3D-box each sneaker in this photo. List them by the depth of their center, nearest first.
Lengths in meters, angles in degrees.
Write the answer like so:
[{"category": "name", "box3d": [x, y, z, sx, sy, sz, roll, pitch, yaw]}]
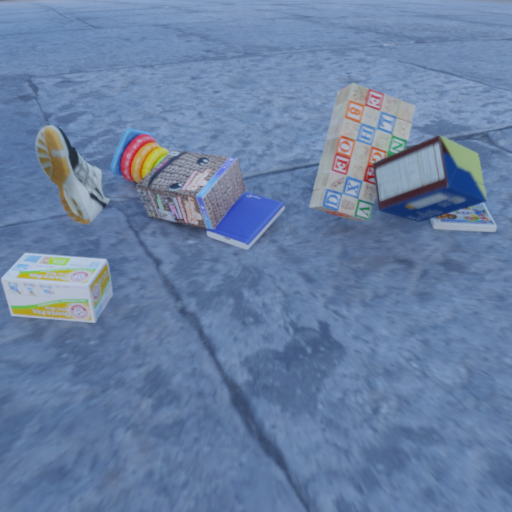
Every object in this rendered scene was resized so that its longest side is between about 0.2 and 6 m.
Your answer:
[{"category": "sneaker", "box3d": [-2.880, -1.361, 8.910, 0.642, 1.696, 0.743, 16, 45, 30]}]

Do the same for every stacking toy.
[{"category": "stacking toy", "box3d": [-2.106, -1.932, 12.696, 2.119, 1.163, 1.230, 29, 15, 16]}]

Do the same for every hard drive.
[{"category": "hard drive", "box3d": [-0.191, -0.724, 11.125, 0.946, 0.182, 1.434, 19, 46, 25]}]

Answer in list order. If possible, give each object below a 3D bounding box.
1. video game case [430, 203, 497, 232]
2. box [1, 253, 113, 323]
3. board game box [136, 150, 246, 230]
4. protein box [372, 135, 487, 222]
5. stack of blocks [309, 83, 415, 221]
[{"category": "video game case", "box3d": [4.240, -0.998, 11.866, 1.224, 0.154, 1.709, 3, 31, 5]}, {"category": "box", "box3d": [-3.105, 0.497, 8.849, 1.420, 0.720, 0.799, 4, 31, 6]}, {"category": "board game box", "box3d": [-1.294, -1.360, 11.251, 1.664, 0.806, 1.327, 11, 48, 28]}, {"category": "protein box", "box3d": [3.104, -1.325, 10.086, 1.386, 0.942, 1.396, 9, -19, -41]}, {"category": "stack of blocks", "box3d": [2.073, -1.937, 11.003, 1.404, 2.438, 0.714, 15, -2, -16]}]
